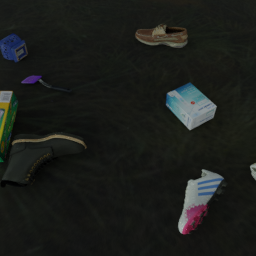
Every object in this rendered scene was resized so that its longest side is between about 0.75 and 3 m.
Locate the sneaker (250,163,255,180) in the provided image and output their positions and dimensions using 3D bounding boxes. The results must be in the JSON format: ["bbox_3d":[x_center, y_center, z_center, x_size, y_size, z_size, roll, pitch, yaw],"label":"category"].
[{"bbox_3d":[4.862,1.008,9.724,1.453,0.927,2.515,-6,51,-9],"label":"sneaker"}]

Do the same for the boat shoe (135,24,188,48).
[{"bbox_3d":[1.783,-5.002,14.770,2.781,0.999,1.053,7,50,6],"label":"boat shoe"}]

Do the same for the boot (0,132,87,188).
[{"bbox_3d":[-2.859,1.204,9.626,2.733,1.059,1.890,-4,53,14],"label":"boot"}]

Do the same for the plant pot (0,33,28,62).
[{"bbox_3d":[-5.610,-3.925,13.902,0.897,0.997,0.997,29,55,15],"label":"plant pot"}]

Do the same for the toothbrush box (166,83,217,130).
[{"bbox_3d":[2.503,-0.901,11.296,1.223,0.712,1.670,-26,55,-16],"label":"toothbrush box"}]

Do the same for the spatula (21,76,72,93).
[{"bbox_3d":[-3.627,-1.972,12.681,2.478,0.255,0.700,18,44,12],"label":"spatula"}]

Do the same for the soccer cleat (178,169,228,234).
[{"bbox_3d":[2.126,2.252,8.810,1.053,0.852,2.439,30,50,32],"label":"soccer cleat"}]

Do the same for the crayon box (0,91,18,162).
[{"bbox_3d":[-5.249,-0.113,10.454,1.618,0.794,2.724,0,59,-2],"label":"crayon box"}]
